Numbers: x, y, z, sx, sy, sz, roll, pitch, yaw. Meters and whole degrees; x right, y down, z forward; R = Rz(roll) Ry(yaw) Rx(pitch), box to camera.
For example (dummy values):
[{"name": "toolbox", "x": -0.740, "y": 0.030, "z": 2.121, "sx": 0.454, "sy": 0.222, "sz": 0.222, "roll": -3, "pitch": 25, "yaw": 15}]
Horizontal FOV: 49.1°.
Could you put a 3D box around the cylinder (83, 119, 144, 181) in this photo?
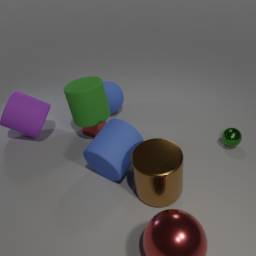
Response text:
[{"name": "cylinder", "x": -0.433, "y": 0.670, "z": 8.720, "sx": 1.400, "sy": 1.400, "sz": 1.400, "roll": 20, "pitch": 57, "yaw": 28}]

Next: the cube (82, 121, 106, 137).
[{"name": "cube", "x": -1.325, "y": -0.143, "z": 10.977, "sx": 0.700, "sy": 0.700, "sz": 0.700, "roll": 14, "pitch": 35, "yaw": 21}]

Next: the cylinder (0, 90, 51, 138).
[{"name": "cylinder", "x": -3.803, "y": -0.502, "z": 10.441, "sx": 1.400, "sy": 1.400, "sz": 1.400, "roll": 23, "pitch": 28, "yaw": -18}]

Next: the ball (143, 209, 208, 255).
[{"name": "ball", "x": 1.029, "y": 2.512, "z": 6.178, "sx": 1.400, "sy": 1.400, "sz": 1.400, "roll": 0, "pitch": 33, "yaw": 0}]

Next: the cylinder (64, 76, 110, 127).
[{"name": "cylinder", "x": -1.459, "y": -0.968, "z": 10.162, "sx": 1.400, "sy": 1.400, "sz": 1.400, "roll": -9, "pitch": 31, "yaw": 6}]

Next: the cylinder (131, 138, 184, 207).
[{"name": "cylinder", "x": 0.840, "y": 1.246, "z": 7.885, "sx": 1.400, "sy": 1.400, "sz": 1.400, "roll": -5, "pitch": 41, "yaw": 4}]

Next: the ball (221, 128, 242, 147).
[{"name": "ball", "x": 3.736, "y": 0.333, "z": 10.099, "sx": 0.700, "sy": 0.700, "sz": 0.700, "roll": 0, "pitch": 33, "yaw": 0}]

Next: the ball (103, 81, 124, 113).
[{"name": "ball", "x": -0.884, "y": -1.323, "z": 12.139, "sx": 1.400, "sy": 1.400, "sz": 1.400, "roll": 0, "pitch": 33, "yaw": 0}]
